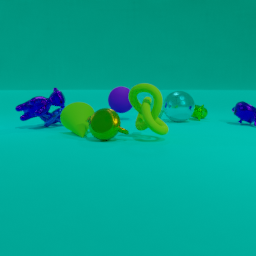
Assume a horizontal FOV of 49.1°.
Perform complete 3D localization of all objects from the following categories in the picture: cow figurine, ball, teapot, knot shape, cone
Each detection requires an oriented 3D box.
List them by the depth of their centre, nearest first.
[{"bbox_3d":[-0.571,-0.072,6.870,1.289,0.801,0.631,17,-12,20],"label":"teapot"},{"bbox_3d":[0.476,-0.394,7.081,0.637,1.378,1.290,-22,-2,-14],"label":"knot shape"},{"bbox_3d":[-1.282,-0.036,7.526,0.976,0.976,0.980,-3,35,-17],"label":"cone"},{"bbox_3d":[-2.679,-0.749,8.870,1.351,0.742,1.330,-17,12,24],"label":"cow figurine"},{"bbox_3d":[-2.416,-0.358,9.239,1.193,0.551,1.116,-5,9,-3],"label":"knot shape"},{"bbox_3d":[3.997,-0.456,9.462,0.872,0.687,1.403,23,14,-26],"label":"teapot"},{"bbox_3d":[1.861,-0.786,10.245,1.146,1.146,1.146,0,9,0],"label":"ball"},{"bbox_3d":[1.009,-0.796,10.968,0.545,0.993,0.977,-1,19,40],"label":"cow figurine"},{"bbox_3d":[-0.267,-1.107,11.022,1.054,1.054,1.054,0,9,0],"label":"ball"},{"bbox_3d":[2.798,-0.626,11.028,1.162,0.638,1.143,9,8,-31],"label":"cow figurine"}]
